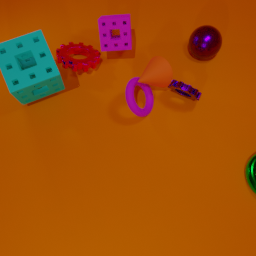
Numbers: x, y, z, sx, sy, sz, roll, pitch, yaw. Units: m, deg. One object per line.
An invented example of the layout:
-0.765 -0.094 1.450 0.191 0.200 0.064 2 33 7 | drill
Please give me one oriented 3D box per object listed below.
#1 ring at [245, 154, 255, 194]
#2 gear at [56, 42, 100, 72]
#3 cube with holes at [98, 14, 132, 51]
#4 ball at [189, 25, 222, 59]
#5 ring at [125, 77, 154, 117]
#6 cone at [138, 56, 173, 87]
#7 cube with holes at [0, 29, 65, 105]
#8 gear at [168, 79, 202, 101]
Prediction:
4.035 1.339 7.727 1.543 0.309 1.543 0 62 1 | ring
-1.694 -2.437 9.520 1.447 0.268 1.447 7 45 -7 | gear
-0.394 -3.146 9.202 0.977 0.977 0.977 -3 27 3 | cube with holes
2.638 -2.927 9.570 1.114 1.114 1.114 0 62 0 | ball
0.368 -0.948 8.532 0.244 1.218 1.218 -10 53 41 | ring
0.632 -1.514 8.271 0.984 0.980 0.980 -29 64 -35 | cone
-2.836 -1.715 8.216 1.396 1.396 1.396 -23 85 -10 | cube with holes
1.742 -1.167 8.658 1.068 1.068 0.197 26 90 13 | gear
